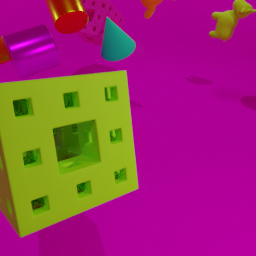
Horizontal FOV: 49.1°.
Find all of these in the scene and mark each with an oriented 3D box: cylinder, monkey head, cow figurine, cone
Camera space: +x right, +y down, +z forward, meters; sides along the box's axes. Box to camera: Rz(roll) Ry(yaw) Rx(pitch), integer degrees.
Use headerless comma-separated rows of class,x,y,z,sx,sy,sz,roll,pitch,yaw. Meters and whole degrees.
cylinder,-1.560,-3.022,7.109,0.890,0.890,0.890,-16,77,-24
cylinder,-2.249,-1.786,6.548,0.998,0.998,0.998,-26,39,-19
monkey head,0.619,-2.896,6.015,0.750,1.042,0.628,33,54,30
cow figurine,3.263,-3.350,8.798,0.703,1.282,1.261,-18,32,-39
cone,-0.462,-2.853,8.492,1.154,1.159,1.154,-9,51,11

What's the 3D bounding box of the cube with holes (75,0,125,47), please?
cube with holes,-1.089,-3.736,9.987,1.236,1.236,1.236,22,2,24

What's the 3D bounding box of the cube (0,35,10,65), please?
cube,-4.186,-2.062,7.322,1.303,1.303,1.303,-8,27,30

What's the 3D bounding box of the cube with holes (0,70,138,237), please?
cube with holes,-0.537,0.070,1.976,0.821,0.821,0.821,-14,14,-35
